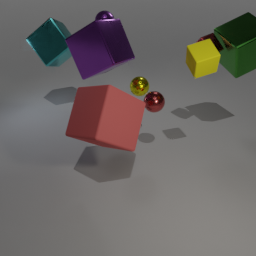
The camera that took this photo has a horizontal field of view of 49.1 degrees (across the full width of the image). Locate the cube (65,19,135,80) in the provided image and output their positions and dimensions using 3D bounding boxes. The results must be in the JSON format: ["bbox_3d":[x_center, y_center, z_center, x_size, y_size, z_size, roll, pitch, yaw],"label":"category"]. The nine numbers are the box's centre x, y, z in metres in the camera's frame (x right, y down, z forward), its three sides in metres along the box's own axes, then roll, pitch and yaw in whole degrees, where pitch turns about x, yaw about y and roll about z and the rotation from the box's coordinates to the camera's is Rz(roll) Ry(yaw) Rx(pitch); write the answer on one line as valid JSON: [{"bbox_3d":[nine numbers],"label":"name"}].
[{"bbox_3d":[-0.874,-2.571,9.116,1.400,1.400,1.400,-17,11,35],"label":"cube"}]

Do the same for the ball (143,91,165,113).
[{"bbox_3d":[0.857,-0.854,9.164,0.700,0.700,0.700,0,30,0],"label":"ball"}]

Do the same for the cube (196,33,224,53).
[{"bbox_3d":[2.735,-2.762,9.777,0.700,0.700,0.700,-29,85,-31],"label":"cube"}]

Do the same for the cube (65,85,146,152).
[{"bbox_3d":[-0.601,-0.246,7.592,1.400,1.400,1.400,5,-12,46],"label":"cube"}]

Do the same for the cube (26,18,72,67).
[{"bbox_3d":[-3.129,-3.595,11.964,1.400,1.400,1.400,-35,5,13],"label":"cube"}]

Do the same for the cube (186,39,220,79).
[{"bbox_3d":[2.118,-1.973,8.004,0.700,0.700,0.700,-18,60,-2],"label":"cube"}]

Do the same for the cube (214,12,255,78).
[{"bbox_3d":[4.034,-2.915,9.894,1.400,1.400,1.400,-26,50,-1],"label":"cube"}]

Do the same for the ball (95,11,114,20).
[{"bbox_3d":[-0.809,-3.725,9.781,0.700,0.700,0.700,0,30,0],"label":"ball"}]

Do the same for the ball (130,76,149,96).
[{"bbox_3d":[0.409,-1.475,9.926,0.700,0.700,0.700,0,30,0],"label":"ball"}]
